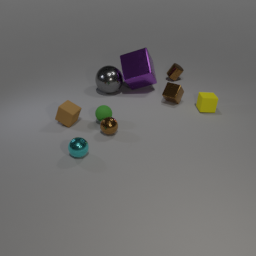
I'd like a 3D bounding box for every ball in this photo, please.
[{"bbox_3d":[-0.991,-0.588,11.475,0.700,0.700,0.700,0,31,0],"label":"ball"},{"bbox_3d":[-1.691,0.658,9.549,0.700,0.700,0.700,0,31,0],"label":"ball"},{"bbox_3d":[-0.944,-2.434,14.089,1.400,1.400,1.400,0,31,0],"label":"ball"},{"bbox_3d":[-0.726,-0.085,10.794,0.700,0.700,0.700,0,31,0],"label":"ball"}]

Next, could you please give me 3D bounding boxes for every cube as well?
[{"bbox_3d":[-2.436,-0.589,11.434,0.700,0.700,0.700,30,36,5],"label":"cube"},{"bbox_3d":[0.541,-2.931,14.079,1.400,1.400,1.400,-13,-16,15],"label":"cube"},{"bbox_3d":[3.531,-1.152,12.534,0.700,0.700,0.700,2,28,-4],"label":"cube"},{"bbox_3d":[2.125,-1.637,13.159,0.700,0.700,0.700,20,81,30],"label":"cube"}]

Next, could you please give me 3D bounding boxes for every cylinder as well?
[{"bbox_3d":[2.639,-3.151,15.702,0.700,0.700,0.700,26,34,-19],"label":"cylinder"}]
